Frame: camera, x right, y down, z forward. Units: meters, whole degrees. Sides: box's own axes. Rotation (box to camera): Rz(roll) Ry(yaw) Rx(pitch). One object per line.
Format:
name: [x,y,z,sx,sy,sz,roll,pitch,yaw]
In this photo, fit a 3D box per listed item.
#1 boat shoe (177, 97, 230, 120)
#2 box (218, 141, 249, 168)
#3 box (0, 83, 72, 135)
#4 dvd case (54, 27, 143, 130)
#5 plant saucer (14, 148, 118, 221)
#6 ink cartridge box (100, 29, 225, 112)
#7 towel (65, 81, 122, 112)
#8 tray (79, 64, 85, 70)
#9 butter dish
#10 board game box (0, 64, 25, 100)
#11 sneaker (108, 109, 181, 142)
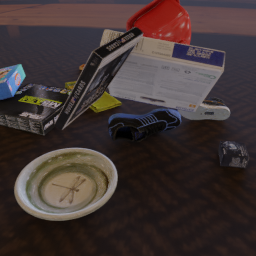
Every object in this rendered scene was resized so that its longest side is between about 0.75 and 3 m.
boat shoe: [2.839,-0.783,10.776,1.979,0.700,0.898,7,32,-2]
box: [3.166,0.791,8.460,0.754,0.443,0.741,4,32,9]
box: [-3.580,-0.852,10.854,2.721,0.646,2.627,12,32,21]
dvd case: [-0.601,-0.946,5.496,0.251,2.033,1.528,41,44,0]
plant saucer: [-1.528,1.483,7.178,2.528,0.634,2.528,1,32,0]
ink cartridge box: [0.740,-1.297,7.101,2.642,2.691,0.583,12,76,4]
towel: [-1.593,-1.516,12.267,1.271,0.267,2.953,-21,38,-28]
tray: [-2.089,-3.234,15.068,0.933,0.173,0.460,12,34,16]
butter dish: [1.340,-2.994,9.360,2.287,2.280,1.690,-38,55,-12]
board game box: [-5.696,-1.773,11.660,2.254,0.667,2.964,-15,28,-2]
sneaker: [0.605,-0.005,9.421,2.544,0.892,0.991,-6,40,-2]
